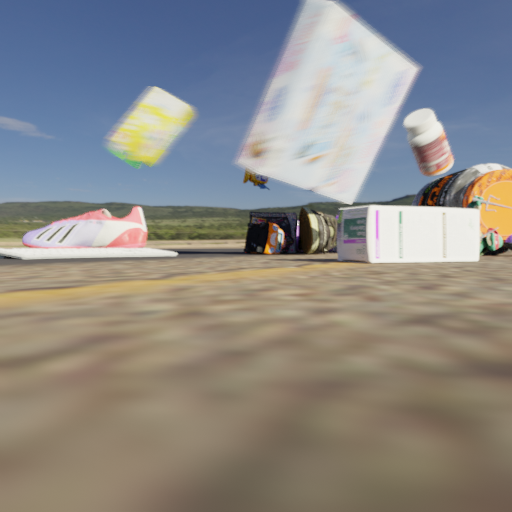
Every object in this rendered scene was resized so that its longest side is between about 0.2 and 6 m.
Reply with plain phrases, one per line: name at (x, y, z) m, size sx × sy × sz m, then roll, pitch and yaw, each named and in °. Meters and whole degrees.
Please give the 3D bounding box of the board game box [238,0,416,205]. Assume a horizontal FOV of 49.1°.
board game box at (1.385, -2.612, 10.246) m, size 2.926 × 2.933 × 0.603 m, roll 11°, pitch 19°, yaw -48°

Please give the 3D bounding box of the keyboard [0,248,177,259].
keyboard at (-2.730, -0.050, 9.462) m, size 0.890 × 0.169 × 3.162 m, roll 1°, pitch 2°, yaw 36°

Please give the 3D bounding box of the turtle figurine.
turtle figurine at (2.955, -0.280, 8.071) m, size 1.489 × 0.749 × 1.114 m, roll -1°, pitch 41°, yaw 21°

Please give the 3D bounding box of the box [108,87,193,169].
box at (-2.334, -2.740, 12.293) m, size 1.048 × 1.786 × 0.432 m, roll 34°, pitch -10°, yaw 22°

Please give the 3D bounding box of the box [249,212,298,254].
box at (0.424, -0.540, 13.625) m, size 1.142 × 0.991 × 1.728 m, roll 2°, pitch 2°, yaw 3°

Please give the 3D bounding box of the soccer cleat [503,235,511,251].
soccer cleat at (5.527, -0.395, 9.697) m, size 2.287 × 0.837 × 0.780 m, roll 1°, pitch 1°, yaw 34°

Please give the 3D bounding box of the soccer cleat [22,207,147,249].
soccer cleat at (-3.479, -0.501, 11.402) m, size 2.588 × 0.989 × 0.863 m, roll 1°, pitch 1°, yaw 9°

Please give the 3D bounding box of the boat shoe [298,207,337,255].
boat shoe at (1.462, -0.578, 12.830) m, size 0.957 × 1.081 × 2.954 m, roll -2°, pitch 3°, yaw 1°

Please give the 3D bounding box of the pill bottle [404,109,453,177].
pill bottle at (2.616, -1.720, 8.531) m, size 0.518 × 0.946 × 0.518 m, roll -22°, pitch 35°, yaw 17°

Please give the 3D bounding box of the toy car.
toy car at (0.284, -1.051, 12.441) m, size 0.811 × 2.436 × 1.195 m, roll 12°, pitch -22°, yaw -25°

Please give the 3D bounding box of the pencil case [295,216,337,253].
pencil case at (1.135, -0.585, 15.136) m, size 2.410 × 1.030 × 1.011 m, roll -1°, pitch 5°, yaw -10°

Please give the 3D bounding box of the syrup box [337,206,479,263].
syrup box at (1.815, -0.246, 6.661) m, size 1.639 × 0.667 × 0.645 m, roll 1°, pitch 0°, yaw -25°

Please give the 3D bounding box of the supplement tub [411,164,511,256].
supplement tub at (4.611, -0.937, 11.944) m, size 1.860 × 1.860 × 3.035 m, roll 0°, pitch 1°, yaw -2°
